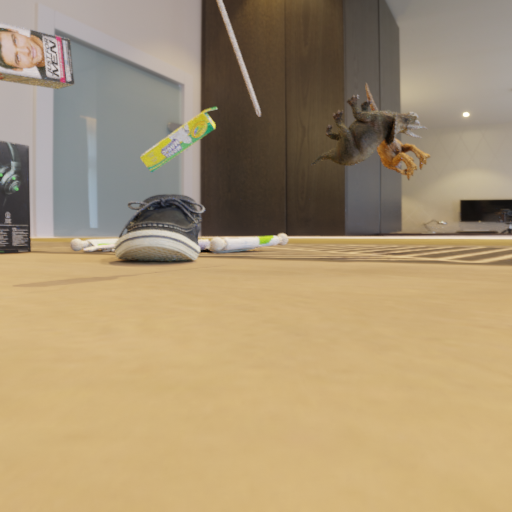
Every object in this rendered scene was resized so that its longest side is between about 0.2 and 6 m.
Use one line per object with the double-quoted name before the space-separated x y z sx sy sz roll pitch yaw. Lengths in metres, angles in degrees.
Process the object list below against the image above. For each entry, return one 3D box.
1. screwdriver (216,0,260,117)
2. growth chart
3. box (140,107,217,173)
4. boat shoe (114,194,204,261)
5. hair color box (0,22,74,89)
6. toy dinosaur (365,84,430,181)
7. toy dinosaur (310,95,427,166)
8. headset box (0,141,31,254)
"screwdriver" -0.407 -3.270 7.574 0.411 2.945 0.428 -31 24 -18
"growth chart" -1.741 -0.253 12.234 4.078 0.362 2.951 1 4 29
"box" -1.773 -2.903 13.704 2.149 0.520 1.261 -35 16 8
"boat shoe" -1.405 -0.437 8.533 1.225 1.022 3.284 2 4 -1
"hair color box" -3.859 -3.320 9.341 0.489 0.799 1.614 -1 7 33
"toy dinosaur" 2.851 -2.284 11.856 1.407 0.800 2.648 34 -8 27
"toy dinosaur" 1.883 -2.205 10.383 2.188 1.119 0.842 -32 -17 20
"headset box" -5.314 -1.167 10.347 1.067 2.300 2.003 1 4 26
